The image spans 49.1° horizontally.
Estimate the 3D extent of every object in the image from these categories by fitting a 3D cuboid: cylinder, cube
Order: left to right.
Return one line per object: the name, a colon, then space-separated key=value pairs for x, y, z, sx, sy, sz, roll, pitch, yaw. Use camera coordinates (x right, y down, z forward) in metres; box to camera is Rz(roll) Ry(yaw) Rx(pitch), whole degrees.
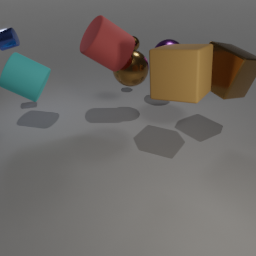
cylinder: x=-4.627 y=-3.394 z=10.713 sx=0.700 sy=0.700 sz=0.700 roll=-18 pitch=31 yaw=-1
cylinder: x=-3.834 y=-1.890 z=10.510 sx=1.400 sy=1.400 sz=1.400 roll=25 pitch=26 yaw=-15
cylinder: x=-0.718 y=-2.883 z=9.666 sx=1.400 sy=1.400 sz=1.400 roll=25 pitch=15 yaw=-32
cube: x=1.530 y=-1.609 z=8.004 sx=1.400 sy=1.400 sz=1.400 roll=9 pitch=25 yaw=28
cube: x=3.324 y=-1.915 z=9.328 sx=1.400 sy=1.400 sz=1.400 roll=-9 pitch=41 yaw=-41

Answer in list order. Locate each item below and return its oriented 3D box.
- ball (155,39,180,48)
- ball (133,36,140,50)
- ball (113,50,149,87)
ball: x=1.756 y=-3.133 z=12.192 sx=1.400 sy=1.400 sz=1.400 roll=0 pitch=29 yaw=0
ball: x=0.200 y=-3.960 z=13.163 sx=0.700 sy=0.700 sz=0.700 roll=0 pitch=29 yaw=0
ball: x=0.099 y=-2.296 z=10.765 sx=1.400 sy=1.400 sz=1.400 roll=0 pitch=29 yaw=0
